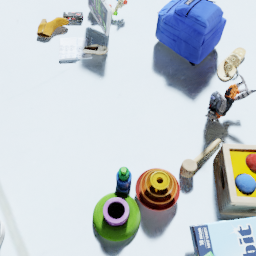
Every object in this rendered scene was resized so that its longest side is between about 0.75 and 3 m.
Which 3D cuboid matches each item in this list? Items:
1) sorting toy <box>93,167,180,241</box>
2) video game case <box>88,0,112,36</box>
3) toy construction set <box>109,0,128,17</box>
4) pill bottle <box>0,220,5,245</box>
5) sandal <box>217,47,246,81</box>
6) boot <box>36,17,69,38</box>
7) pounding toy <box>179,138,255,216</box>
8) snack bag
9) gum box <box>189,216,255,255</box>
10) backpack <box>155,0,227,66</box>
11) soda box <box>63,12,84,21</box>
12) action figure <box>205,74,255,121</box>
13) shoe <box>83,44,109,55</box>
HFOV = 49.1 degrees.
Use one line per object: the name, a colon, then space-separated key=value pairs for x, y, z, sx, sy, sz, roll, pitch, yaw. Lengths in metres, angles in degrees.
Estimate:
sorting toy: x=0.189 y=1.942 z=8.211 sx=2.863 sy=1.175 sz=1.720 roll=-29 pitch=62 yaw=-16
video game case: x=-1.243 y=-5.111 z=11.938 sx=0.220 sy=1.886 sz=1.715 roll=-30 pitch=84 yaw=-12
toy construction set: x=-1.013 y=-5.936 z=13.370 sx=2.103 sy=0.969 sz=1.379 roll=23 pitch=60 yaw=26
pill bottle: x=-4.086 y=2.531 z=7.209 sx=1.268 sy=2.242 sz=1.268 roll=0 pitch=58 yaw=0
sandal: x=4.329 y=-2.849 z=11.523 sx=0.743 sy=0.667 sz=2.028 roll=32 pitch=63 yaw=18
boot: x=-3.416 y=-4.532 z=12.752 sx=1.383 sy=0.487 sz=0.990 roll=1 pitch=63 yaw=5
pounding toy: x=3.161 y=1.178 z=8.585 sx=2.969 sy=1.358 sz=2.608 roll=2 pitch=58 yaw=1
snack bag: x=-2.259 y=-3.484 z=12.216 sx=1.472 sy=0.158 sz=1.388 roll=-3 pitch=58 yaw=-3
gum box: x=3.106 y=3.510 z=7.315 sx=2.561 sy=0.571 sz=2.176 roll=-7 pitch=73 yaw=-5
backpack: x=2.513 y=-4.343 z=11.606 sx=2.544 sy=2.134 sz=2.067 roll=37 pitch=62 yaw=21
soda box: x=-2.596 y=-5.280 z=13.273 sx=0.929 sy=0.294 sz=0.329 roll=1 pitch=58 yaw=0
action figure: x=3.376 y=-0.952 z=9.592 sx=0.964 sy=1.842 sz=1.782 roll=46 pitch=106 yaw=14
shoe: x=-1.376 y=-3.351 z=11.927 sx=1.109 sy=0.296 sz=0.388 roll=-4 pitch=79 yaw=-7
